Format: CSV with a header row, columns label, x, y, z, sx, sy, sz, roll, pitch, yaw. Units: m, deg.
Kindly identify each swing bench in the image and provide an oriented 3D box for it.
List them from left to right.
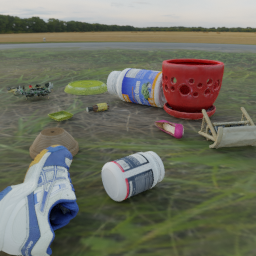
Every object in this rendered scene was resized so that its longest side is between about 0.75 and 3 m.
label,x,y,z,sx,sy,sz,roll,pitch,yaw
swing bench,3.249,0.073,8.897,1.494,0.974,1.502,-2,27,-7

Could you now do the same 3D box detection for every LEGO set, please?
label,x,y,z,sx,sy,sz,roll,pitch,yaw
LEGO set,-4.840,-1.802,14.246,1.919,0.837,2.955,-13,12,-35

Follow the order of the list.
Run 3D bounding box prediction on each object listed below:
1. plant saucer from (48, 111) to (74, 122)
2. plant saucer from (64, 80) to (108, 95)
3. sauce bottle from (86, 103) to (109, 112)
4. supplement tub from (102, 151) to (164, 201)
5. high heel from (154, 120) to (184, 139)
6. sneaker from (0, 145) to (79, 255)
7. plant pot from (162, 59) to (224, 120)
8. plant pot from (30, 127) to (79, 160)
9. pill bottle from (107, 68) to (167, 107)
label,x,y,z,sx,sy,sz,roll,pitch,yaw
plant saucer,-2.705,-0.464,11.264,0.757,0.182,0.758,19,28,40
plant saucer,-2.341,-2.339,15.788,2.479,0.385,2.479,0,22,0
sauce bottle,-1.313,-0.873,12.120,1.004,0.325,0.325,-13,25,-29
supplement tub,0.115,1.064,6.396,1.250,0.877,0.877,-14,26,-32
high heel,1.391,0.003,9.524,0.723,0.507,1.507,7,15,-9
sneaker,-1.566,1.399,5.673,1.318,1.126,2.990,18,26,2
plant pot,2.571,-1.638,11.481,2.416,2.200,2.416,0,22,0
plant pot,-2.225,0.412,8.382,1.435,0.662,1.435,-1,22,0
pill bottle,0.480,-1.941,13.115,2.838,1.591,1.591,12,24,30
